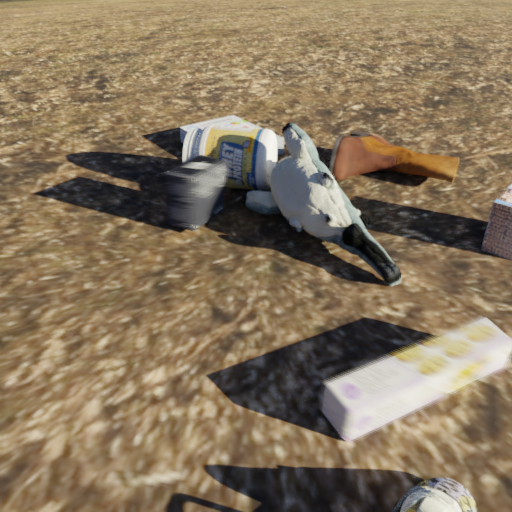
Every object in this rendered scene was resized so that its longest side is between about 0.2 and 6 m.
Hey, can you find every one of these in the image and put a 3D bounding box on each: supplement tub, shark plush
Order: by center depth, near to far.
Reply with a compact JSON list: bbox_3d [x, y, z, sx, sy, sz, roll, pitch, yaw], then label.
[{"bbox_3d":[1.533,-1.070,10.618,1.756,1.915,4.215,16,14,-37],"label":"shark plush"},{"bbox_3d":[-0.556,-2.156,12.275,1.851,1.339,1.339,7,33,11],"label":"supplement tub"}]

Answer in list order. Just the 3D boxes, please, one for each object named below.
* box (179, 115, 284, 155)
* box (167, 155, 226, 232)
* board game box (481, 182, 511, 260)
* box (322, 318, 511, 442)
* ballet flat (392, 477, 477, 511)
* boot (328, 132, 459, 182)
[{"bbox_3d":[-0.654,-2.978,14.424,1.756,0.464,2.252,-21,37,-30],"label":"box"},{"bbox_3d":[-1.164,-1.247,10.943,0.626,1.095,1.202,16,31,21],"label":"box"},{"bbox_3d":[4.732,-0.685,10.240,0.614,1.011,1.268,23,39,31],"label":"board game box"},{"bbox_3d":[2.113,1.519,7.153,2.705,0.523,0.561,-15,40,-24],"label":"box"},{"bbox_3d":[1.430,2.701,5.064,0.844,0.844,2.346,25,40,34],"label":"ballet flat"},{"bbox_3d":[3.121,-1.989,12.694,2.665,0.913,2.509,21,25,21],"label":"boot"}]
